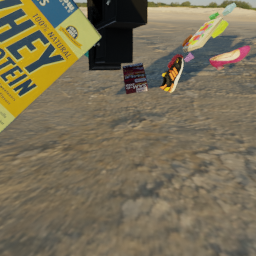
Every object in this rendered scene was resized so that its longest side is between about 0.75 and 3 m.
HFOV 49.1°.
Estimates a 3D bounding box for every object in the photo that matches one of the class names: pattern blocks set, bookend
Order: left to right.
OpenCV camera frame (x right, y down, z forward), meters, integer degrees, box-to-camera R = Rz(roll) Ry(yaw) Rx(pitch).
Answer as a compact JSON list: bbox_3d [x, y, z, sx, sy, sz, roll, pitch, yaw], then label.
[{"bbox_3d":[-0.332,-2.745,7.716,1.063,2.307,2.293,-5,14,-22],"label":"bookend"},{"bbox_3d":[2.656,-3.346,10.108,2.671,0.216,2.348,-54,20,-19],"label":"pattern blocks set"}]

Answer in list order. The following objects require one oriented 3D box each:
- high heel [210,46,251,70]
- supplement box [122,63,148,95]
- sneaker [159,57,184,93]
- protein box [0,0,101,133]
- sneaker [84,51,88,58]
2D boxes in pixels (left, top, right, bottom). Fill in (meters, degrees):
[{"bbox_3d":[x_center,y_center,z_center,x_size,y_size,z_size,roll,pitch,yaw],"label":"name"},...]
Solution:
[{"bbox_3d":[2.549,-1.835,7.036,0.963,0.462,0.324,-25,54,34],"label":"high heel"},{"bbox_3d":[0.221,-1.636,9.143,0.721,0.403,1.325,-10,38,2],"label":"supplement box"},{"bbox_3d":[0.925,-1.173,6.010,0.355,0.790,0.276,15,9,-16],"label":"sneaker"},{"bbox_3d":[-2.435,-1.319,5.096,2.667,1.812,2.686,-49,26,-19],"label":"protein box"},{"bbox_3d":[-1.186,-3.661,10.226,1.375,2.278,0.952,27,3,-7],"label":"sneaker"}]
